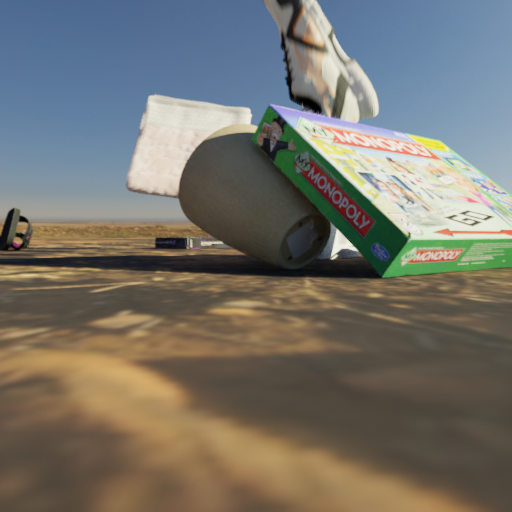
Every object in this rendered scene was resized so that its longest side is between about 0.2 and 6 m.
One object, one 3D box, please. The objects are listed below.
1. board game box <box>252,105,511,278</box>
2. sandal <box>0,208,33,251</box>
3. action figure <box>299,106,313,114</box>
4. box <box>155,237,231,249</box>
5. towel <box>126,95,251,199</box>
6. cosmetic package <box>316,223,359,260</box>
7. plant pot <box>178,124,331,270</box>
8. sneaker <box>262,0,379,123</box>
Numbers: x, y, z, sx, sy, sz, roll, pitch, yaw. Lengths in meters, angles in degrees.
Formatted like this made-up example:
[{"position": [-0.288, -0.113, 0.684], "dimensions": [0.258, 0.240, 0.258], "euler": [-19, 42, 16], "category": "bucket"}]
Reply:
[{"position": [1.958, -0.772, 6.780], "dimensions": [3.541, 0.515, 2.383], "euler": [-2, 43, -41], "category": "board game box"}, {"position": [-5.928, -0.602, 13.884], "dimensions": [0.667, 1.047, 2.786], "euler": [18, -5, -25], "category": "sandal"}, {"position": [1.306, -2.166, 10.368], "dimensions": [1.020, 1.567, 0.544], "euler": [-38, 0, -7], "category": "action figure"}, {"position": [-1.597, -0.358, 15.156], "dimensions": [1.335, 0.337, 1.867], "euler": [2, 4, 41], "category": "box"}, {"position": [-1.596, -2.612, 13.792], "dimensions": [2.737, 2.614, 0.441], "euler": [8, -14, 1], "category": "towel"}, {"position": [0.953, -0.318, 9.479], "dimensions": [1.174, 0.722, 1.171], "euler": [0, 2, 39], "category": "cosmetic package"}, {"position": [0.095, -0.564, 6.701], "dimensions": [1.505, 1.505, 1.607], "euler": [-2, 33, -38], "category": "plant pot"}, {"position": [0.738, -2.923, 8.265], "dimensions": [1.016, 2.540, 0.936], "euler": [-33, -6, 4], "category": "sneaker"}]
